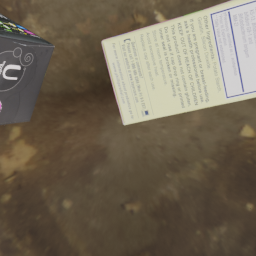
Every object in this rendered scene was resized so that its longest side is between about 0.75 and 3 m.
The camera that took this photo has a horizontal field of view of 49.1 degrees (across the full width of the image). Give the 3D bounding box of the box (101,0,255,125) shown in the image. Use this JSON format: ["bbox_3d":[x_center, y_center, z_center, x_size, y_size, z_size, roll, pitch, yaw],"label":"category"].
[{"bbox_3d":[1.035,-0.953,3.910,2.199,1.934,1.063,-11,100,16],"label":"box"}]

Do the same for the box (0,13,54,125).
[{"bbox_3d":[-2.741,-1.252,4.975,2.206,1.371,1.639,34,111,19],"label":"box"}]
